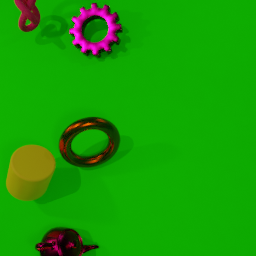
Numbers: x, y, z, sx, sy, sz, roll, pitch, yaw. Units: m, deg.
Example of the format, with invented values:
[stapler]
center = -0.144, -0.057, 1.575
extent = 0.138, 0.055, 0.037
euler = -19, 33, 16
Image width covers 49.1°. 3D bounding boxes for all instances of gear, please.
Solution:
[gear]
center = -0.846, -2.587, 7.439
extent = 1.380, 0.255, 1.380
euler = 0, 87, 7

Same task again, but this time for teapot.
[teapot]
center = -1.276, 2.477, 5.790
extent = 0.722, 1.475, 0.917
euler = -31, 52, 30

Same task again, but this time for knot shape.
[knot shape]
center = -2.488, -2.937, 6.962
extent = 0.524, 1.062, 1.135
euler = -1, 116, -12

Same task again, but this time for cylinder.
[cylinder]
center = -2.114, 0.977, 6.081
extent = 0.901, 0.901, 0.901
euler = 16, 45, -17

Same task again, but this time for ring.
[ring]
center = -0.847, 0.346, 6.282
extent = 1.392, 1.392, 0.278
euler = -19, 40, -5
